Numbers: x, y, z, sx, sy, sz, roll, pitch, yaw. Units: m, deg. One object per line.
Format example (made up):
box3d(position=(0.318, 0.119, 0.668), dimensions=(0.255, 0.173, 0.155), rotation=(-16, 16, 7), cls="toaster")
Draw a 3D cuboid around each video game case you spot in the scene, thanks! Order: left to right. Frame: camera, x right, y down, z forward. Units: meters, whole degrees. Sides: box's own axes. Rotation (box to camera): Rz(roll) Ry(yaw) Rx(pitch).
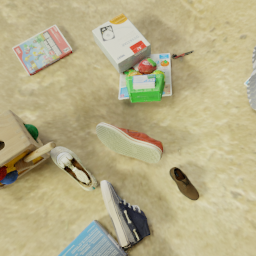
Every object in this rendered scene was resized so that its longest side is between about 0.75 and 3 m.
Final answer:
box3d(position=(-3.454, -3.176, 11.368), dimensions=(2.026, 0.177, 1.448), rotation=(-32, 77, -8), cls="video game case")

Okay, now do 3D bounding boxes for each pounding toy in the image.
box3d(position=(-3.685, 0.824, 9.043), dimensions=(2.738, 2.521, 1.947), rotation=(-34, 77, -9), cls="pounding toy")

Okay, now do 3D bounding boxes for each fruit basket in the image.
box3d(position=(0.641, -2.038, 10.614), dimensions=(1.988, 1.006, 2.146), rotation=(-2, 64, 9), cls="fruit basket")

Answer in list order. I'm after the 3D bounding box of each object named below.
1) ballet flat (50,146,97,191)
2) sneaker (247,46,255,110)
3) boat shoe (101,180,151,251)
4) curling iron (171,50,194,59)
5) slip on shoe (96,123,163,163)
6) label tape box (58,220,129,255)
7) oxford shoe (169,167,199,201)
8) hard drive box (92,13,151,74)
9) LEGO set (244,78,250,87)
box3d(position=(-1.915, 1.351, 9.863), dimensions=(2.170, 0.677, 0.732), rotation=(39, 78, 10), cls="ballet flat")
box3d(position=(5.270, -1.965, 10.479), dimensions=(1.121, 1.021, 2.733), rotation=(12, 85, -3), cls="sneaker")
box3d(position=(-0.091, 2.775, 9.474), dimensions=(1.090, 0.878, 2.352), rotation=(-18, 79, -16), cls="boat shoe")
box3d(position=(2.218, -3.005, 11.348), dimensions=(0.973, 0.124, 0.241), rotation=(-16, 75, -4), cls="curling iron")
box3d(position=(0.052, 0.453, 10.099), dimensions=(2.628, 0.974, 0.804), rotation=(20, 35, 14), cls="slip on shoe")
box3d(position=(-0.883, 4.490, 8.940), dimensions=(1.776, 0.819, 2.479), rotation=(-43, 81, -11), cls="label tape box")
box3d(position=(1.969, 1.952, 9.752), dimensions=(0.505, 0.587, 1.390), rotation=(-40, 80, -12), cls="oxford shoe")
box3d(position=(-0.248, -3.330, 10.992), dimensions=(1.508, 0.743, 1.935), rotation=(-33, 70, -8), cls="hard drive box")
box3d(position=(6.052, -1.559, 10.725), dimensions=(1.851, 0.608, 2.478), rotation=(-42, 77, -8), cls="LEGO set")
